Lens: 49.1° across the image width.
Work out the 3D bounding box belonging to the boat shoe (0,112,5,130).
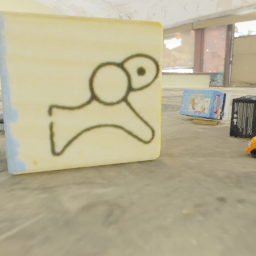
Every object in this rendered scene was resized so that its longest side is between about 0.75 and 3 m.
[{"bbox_3d":[-3.646,-0.195,8.918,2.031,0.731,0.667,-2,9,20],"label":"boat shoe"}]

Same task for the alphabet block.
[{"bbox_3d":[-1.153,-0.822,6.309,2.953,2.885,2.900,-3,13,-20],"label":"alphabet block"}]

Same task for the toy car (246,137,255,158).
[{"bbox_3d":[3.753,0.183,6.533,2.353,0.783,1.154,-9,14,-38],"label":"toy car"}]

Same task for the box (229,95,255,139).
[{"bbox_3d":[4.365,-0.346,8.360,1.996,1.141,2.192,8,14,34],"label":"box"}]

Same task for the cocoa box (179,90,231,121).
[{"bbox_3d":[3.005,-0.912,11.065,1.047,1.064,1.596,9,1,-35],"label":"cocoa box"}]

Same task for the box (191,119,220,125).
[{"bbox_3d":[2.934,-0.228,10.548,0.945,0.101,0.773,6,9,27],"label":"box"}]
